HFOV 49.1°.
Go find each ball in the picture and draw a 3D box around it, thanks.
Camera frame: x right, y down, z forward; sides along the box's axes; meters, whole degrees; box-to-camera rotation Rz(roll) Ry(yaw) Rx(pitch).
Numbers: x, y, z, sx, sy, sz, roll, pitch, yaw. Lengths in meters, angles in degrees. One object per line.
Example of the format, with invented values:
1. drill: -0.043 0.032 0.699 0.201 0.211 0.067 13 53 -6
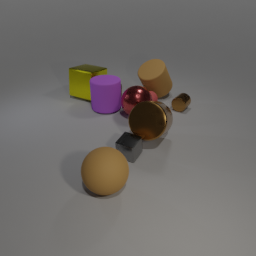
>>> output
1. ball: -0.668 1.245 8.175 1.400 1.400 1.400 0 30 0
2. ball: 0.384 -1.167 12.322 1.400 1.400 1.400 0 30 0

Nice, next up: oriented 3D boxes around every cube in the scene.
1. cube: 0.044 0.668 9.803 0.700 0.700 0.700 16 42 25
2. cube: -2.006 -2.347 14.164 1.400 1.400 1.400 16 27 25

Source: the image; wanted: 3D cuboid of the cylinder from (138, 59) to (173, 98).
1. cylinder: 1.363 -2.449 13.927 1.400 1.400 1.400 -14 52 18

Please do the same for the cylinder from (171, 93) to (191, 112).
1. cylinder: 2.482 -1.199 13.059 0.700 0.700 0.700 18 35 28

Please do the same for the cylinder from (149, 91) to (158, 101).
1. cylinder: 0.942 -1.319 13.256 0.700 0.700 0.700 19 36 29

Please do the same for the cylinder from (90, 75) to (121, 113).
1. cylinder: -1.020 -1.582 12.944 1.400 1.400 1.400 -1 28 0

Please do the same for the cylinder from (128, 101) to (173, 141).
1. cylinder: 0.872 -0.301 10.425 1.400 1.400 1.400 10 8 17
